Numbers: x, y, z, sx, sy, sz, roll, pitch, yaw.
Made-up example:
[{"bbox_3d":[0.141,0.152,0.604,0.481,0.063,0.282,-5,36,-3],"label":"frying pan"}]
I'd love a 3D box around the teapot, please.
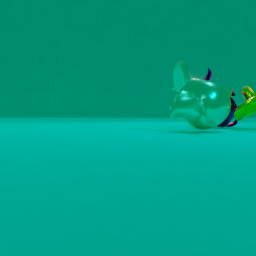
[{"bbox_3d":[2.344,-0.693,7.346,0.938,1.916,1.192,-38,26,9],"label":"teapot"}]

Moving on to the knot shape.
[{"bbox_3d":[3.051,-0.477,6.272,1.537,0.759,1.643,-5,19,-32],"label":"knot shape"}]

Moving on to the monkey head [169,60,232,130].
[{"bbox_3d":[1.384,-0.650,5.362,1.098,1.311,1.823,4,22,33],"label":"monkey head"}]
